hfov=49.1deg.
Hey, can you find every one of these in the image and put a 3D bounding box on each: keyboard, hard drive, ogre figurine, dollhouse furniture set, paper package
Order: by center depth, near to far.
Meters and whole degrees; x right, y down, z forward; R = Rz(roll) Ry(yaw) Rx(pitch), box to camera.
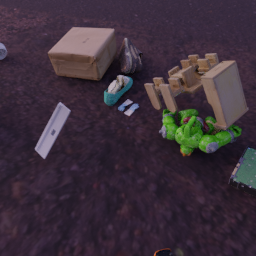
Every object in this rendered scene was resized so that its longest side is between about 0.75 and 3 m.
[{"bbox_3d":[4.646,1.644,8.959,2.303,0.436,1.609,24,56,27],"label":"hard drive"},{"bbox_3d":[-2.519,0.105,9.304,0.549,1.950,0.104,37,16,17],"label":"keyboard"},{"bbox_3d":[2.339,0.071,10.057,2.865,1.406,1.718,35,42,15],"label":"ogre figurine"},{"bbox_3d":[2.628,-1.307,10.364,2.544,1.928,2.903,-35,26,-21],"label":"dollhouse furniture set"},{"bbox_3d":[-2.070,-3.655,13.539,2.519,1.367,2.643,10,47,17],"label":"paper package"}]

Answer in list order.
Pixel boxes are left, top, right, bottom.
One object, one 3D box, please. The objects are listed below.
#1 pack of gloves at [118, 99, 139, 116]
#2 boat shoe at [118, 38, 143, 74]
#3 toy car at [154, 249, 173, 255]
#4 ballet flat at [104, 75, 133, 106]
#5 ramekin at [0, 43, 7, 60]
[{"bbox_3d":[0.025,-0.918,11.852,0.687,0.161,0.817,27,52,25],"label":"pack of gloves"},{"bbox_3d":[0.157,-3.511,13.959,1.018,1.034,2.777,13,43,-18],"label":"boat shoe"},{"bbox_3d":[0.485,3.739,7.004,1.657,0.551,0.813,-23,74,-24],"label":"toy car"},{"bbox_3d":[-0.373,-1.864,12.352,0.726,0.759,2.157,18,48,19],"label":"ballet flat"},{"bbox_3d":[-6.602,-3.868,14.299,0.863,0.863,0.402,-32,66,-27],"label":"ramekin"}]
